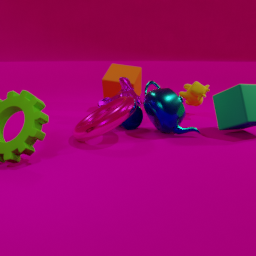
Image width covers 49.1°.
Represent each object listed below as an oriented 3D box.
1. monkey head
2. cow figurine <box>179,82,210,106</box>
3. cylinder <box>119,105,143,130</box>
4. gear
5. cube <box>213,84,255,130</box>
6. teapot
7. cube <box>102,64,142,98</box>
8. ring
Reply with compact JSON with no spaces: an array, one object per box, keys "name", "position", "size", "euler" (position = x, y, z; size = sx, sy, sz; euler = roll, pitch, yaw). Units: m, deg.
[{"name":"monkey head","position":[-0.201,-0.944,9.314],"size":[1.080,1.290,1.793],"euler":[-31,-22,31]},{"name":"cow figurine","position":[2.405,-1.148,9.833],"size":[1.194,0.666,1.214],"euler":[25,-13,45]},{"name":"cylinder","position":[-0.055,-0.389,8.347],"size":[0.763,0.763,0.763],"euler":[-8,17,-28]},{"name":"gear","position":[-2.336,-0.039,5.714],"size":[1.485,1.485,0.275],"euler":[7,-17,24]},{"name":"cube","position":[3.112,-0.544,7.649],"size":[1.018,1.018,1.018],"euler":[-3,-11,-27]},{"name":"teapot","position":[1.111,-0.497,7.710],"size":[1.017,2.078,1.292],"euler":[-32,-21,-8]},{"name":"cube","position":[-0.211,-1.637,11.068],"size":[1.247,1.247,1.247],"euler":[10,44,12]},{"name":"ring","position":[-0.603,-0.257,7.208],"size":[1.839,0.368,1.839],"euler":[-28,15,8]}]
